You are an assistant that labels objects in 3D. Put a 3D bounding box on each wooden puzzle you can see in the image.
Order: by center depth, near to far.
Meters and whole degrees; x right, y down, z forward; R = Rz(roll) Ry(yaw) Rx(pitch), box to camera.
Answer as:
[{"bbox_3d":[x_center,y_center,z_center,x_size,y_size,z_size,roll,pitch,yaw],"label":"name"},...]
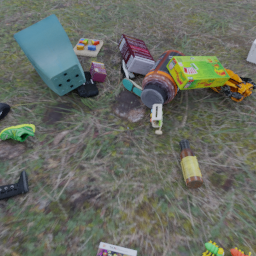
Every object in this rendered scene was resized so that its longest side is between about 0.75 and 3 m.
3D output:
[{"bbox_3d":[-2.140,-4.369,14.915,1.370,0.342,1.479,8,48,7],"label":"wooden puzzle"}]

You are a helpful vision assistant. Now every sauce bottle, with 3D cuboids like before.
[{"bbox_3d":[2.108,1.176,9.627,0.600,0.600,1.817,-2,49,-2],"label":"sauce bottle"}]

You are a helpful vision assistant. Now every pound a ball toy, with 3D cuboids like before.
[{"bbox_3d":[1.108,-0.341,10.922,0.450,0.690,1.058,0,47,11],"label":"pound a ball toy"}]

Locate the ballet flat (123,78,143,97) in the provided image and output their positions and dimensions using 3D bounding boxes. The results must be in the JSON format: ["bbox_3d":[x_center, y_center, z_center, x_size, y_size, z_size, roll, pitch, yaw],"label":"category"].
[{"bbox_3d":[0.309,-1.784,12.560,1.359,0.458,0.424,42,32,28],"label":"ballet flat"}]

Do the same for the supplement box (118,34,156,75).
[{"bbox_3d":[0.401,-3.567,13.634,1.274,0.713,2.341,9,42,-28],"label":"supplement box"}]

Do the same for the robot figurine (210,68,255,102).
[{"bbox_3d":[4.507,-1.964,12.484,1.634,0.656,2.254,-30,53,-25],"label":"robot figurine"}]

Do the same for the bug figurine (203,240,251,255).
[{"bbox_3d":[2.502,3.726,7.384,1.286,0.427,1.658,24,52,21],"label":"bug figurine"}]

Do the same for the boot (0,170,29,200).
[{"bbox_3d":[-3.839,1.879,9.184,1.039,0.341,0.856,-16,47,-9],"label":"boot"}]

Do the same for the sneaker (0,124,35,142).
[{"bbox_3d":[-4.154,0.244,10.462,1.409,0.522,0.589,-14,75,9],"label":"sneaker"}]

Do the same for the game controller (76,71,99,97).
[{"bbox_3d":[-1.949,-2.023,12.813,0.929,0.375,1.782,-4,46,-23],"label":"game controller"}]

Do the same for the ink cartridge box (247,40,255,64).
[{"bbox_3d":[6.654,-4.060,14.132,0.620,1.064,1.471,27,53,23],"label":"ink cartridge box"}]

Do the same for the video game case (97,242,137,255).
[{"bbox_3d":[-0.390,3.773,7.487,1.074,0.212,1.185,10,48,9],"label":"video game case"}]

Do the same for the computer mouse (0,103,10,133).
[{"bbox_3d":[-5.279,-0.321,11.074,1.462,0.479,2.082,20,50,17],"label":"computer mouse"}]

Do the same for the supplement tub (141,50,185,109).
[{"bbox_3d":[1.537,-2.051,11.981,1.511,1.511,2.826,20,50,18],"label":"supplement tub"}]

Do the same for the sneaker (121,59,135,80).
[{"bbox_3d":[-0.036,-2.757,13.389,0.528,0.492,1.332,-4,53,-16],"label":"sneaker"}]

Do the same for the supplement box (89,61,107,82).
[{"bbox_3d":[-1.403,-2.632,13.110,0.609,0.480,0.930,7,43,-24],"label":"supplement box"}]

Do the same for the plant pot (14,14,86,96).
[{"bbox_3d":[-3.212,-2.992,12.380,2.049,2.050,2.901,-31,63,-8],"label":"plant pot"}]

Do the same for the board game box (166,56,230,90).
[{"bbox_3d":[2.897,-2.291,11.444,2.451,0.584,1.245,-10,63,-32],"label":"board game box"}]
